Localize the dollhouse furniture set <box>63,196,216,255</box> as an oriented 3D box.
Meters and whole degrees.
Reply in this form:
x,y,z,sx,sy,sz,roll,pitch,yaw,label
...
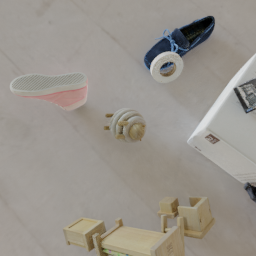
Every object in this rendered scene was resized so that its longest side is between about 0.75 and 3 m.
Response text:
x,y,z,sx,sy,sz,roll,pitch,yaw,label
0.395,2.932,7.225,2.929,2.591,1.629,-7,98,41,dollhouse furniture set

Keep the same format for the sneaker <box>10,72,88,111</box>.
x,y,z,sx,sy,sz,roll,pitch,yaw,label
-2.166,-0.943,7.998,2.111,1.104,0.795,-5,52,-6,sneaker

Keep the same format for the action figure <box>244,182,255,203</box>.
x,y,z,sx,sy,sz,roll,pitch,yaw,label
4.291,1.978,6.764,2.518,2.436,1.317,34,105,-5,action figure

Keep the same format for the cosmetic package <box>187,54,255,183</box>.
x,y,z,sx,sy,sz,roll,pitch,yaw,label
3.230,-0.133,7.387,2.049,2.047,2.483,36,80,8,cosmetic package

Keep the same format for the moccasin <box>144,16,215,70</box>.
x,y,z,sx,sy,sz,roll,pitch,yaw,label
1.541,-2.740,8.615,2.525,0.861,1.016,-38,81,-7,moccasin

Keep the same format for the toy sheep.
x,y,z,sx,sy,sz,roll,pitch,yaw,label
-0.063,-0.084,7.805,1.070,1.070,1.553,-40,39,-9,toy sheep

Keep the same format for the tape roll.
x,y,z,sx,sy,sz,roll,pitch,yaw,label
1.166,-1.797,8.374,1.000,1.000,0.183,-15,45,-4,tape roll

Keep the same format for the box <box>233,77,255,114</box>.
x,y,z,sx,sy,sz,roll,pitch,yaw,label
2.823,-0.779,6.127,0.810,0.201,0.638,-27,93,23,box
